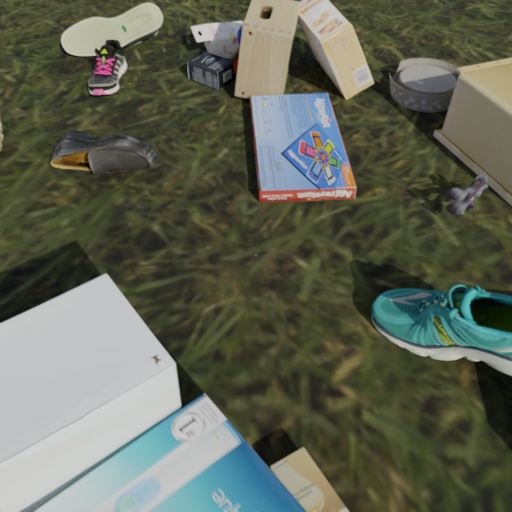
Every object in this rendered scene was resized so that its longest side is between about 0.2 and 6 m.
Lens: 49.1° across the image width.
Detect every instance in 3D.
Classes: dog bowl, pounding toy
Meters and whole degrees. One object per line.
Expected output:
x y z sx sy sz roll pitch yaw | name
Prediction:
3.625 -3.625 11.943 1.649 0.484 1.649 0 44 0 | dog bowl
0.047 -4.444 12.002 1.422 1.842 2.000 11 48 0 | pounding toy

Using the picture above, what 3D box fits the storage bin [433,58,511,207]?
5.441 -2.216 9.853 3.066 1.447 3.088 -15 46 -15 | storage bin

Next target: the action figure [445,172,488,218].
3.463 -0.989 9.073 1.007 0.655 0.349 -27 42 -32 | action figure

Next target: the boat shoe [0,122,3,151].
-4.810 -1.843 9.896 0.778 0.902 2.472 3 46 -9 | boat shoe

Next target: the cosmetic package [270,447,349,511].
0.554 2.515 5.833 0.467 0.315 0.887 -24 49 -22 | cosmetic package

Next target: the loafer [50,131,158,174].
-2.699 -1.702 9.898 1.992 0.725 0.720 7 50 21 | loafer

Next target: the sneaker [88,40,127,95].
-3.298 -4.171 12.278 0.661 0.784 1.792 4 45 4 | sneaker

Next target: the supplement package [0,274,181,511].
-1.845 1.572 5.615 1.815 1.898 1.396 -27 52 -26 | supplement package

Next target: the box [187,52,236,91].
-0.989 -4.115 12.454 0.879 0.458 0.650 28 51 25 | box

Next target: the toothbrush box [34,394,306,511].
-0.946 2.923 4.785 2.825 1.205 2.068 -30 53 -25 | toothbrush box

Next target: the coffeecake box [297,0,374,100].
1.638 -4.554 12.056 0.717 1.507 1.963 -30 46 10 | coffeecake box

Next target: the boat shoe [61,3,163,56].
-3.486 -5.391 13.670 2.481 0.891 0.839 -23 12 -13 | boat shoe

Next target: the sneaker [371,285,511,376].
2.493 0.691 6.794 2.515 1.002 0.975 5 53 45 | sneaker

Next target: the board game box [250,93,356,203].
0.776 -2.135 10.551 1.649 0.311 3.203 -3 45 -1 | board game box

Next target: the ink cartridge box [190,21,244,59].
-0.720 -5.187 13.488 1.589 0.536 0.926 -9 45 -11 | ink cartridge box
